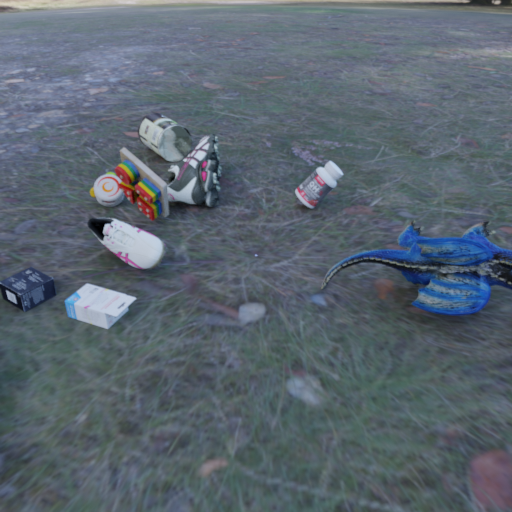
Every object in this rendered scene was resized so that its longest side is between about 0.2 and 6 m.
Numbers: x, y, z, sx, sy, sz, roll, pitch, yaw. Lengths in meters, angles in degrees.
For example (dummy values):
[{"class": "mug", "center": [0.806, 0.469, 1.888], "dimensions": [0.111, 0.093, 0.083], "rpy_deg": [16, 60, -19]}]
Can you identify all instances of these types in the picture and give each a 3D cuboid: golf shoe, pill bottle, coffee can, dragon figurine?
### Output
[{"class": "golf shoe", "center": [-2.527, -0.254, 10.780], "dimensions": [1.961, 0.712, 0.903], "rpy_deg": [20, -5, 41]}, {"class": "pill bottle", "center": [1.479, -1.669, 13.039], "dimensions": [0.601, 1.085, 0.601], "rpy_deg": [38, 23, -19]}, {"class": "coffee can", "center": [-2.633, -3.416, 16.088], "dimensions": [1.051, 1.051, 1.436], "rpy_deg": [-19, 36, -28]}, {"class": "dragon figurine", "center": [3.173, 0.200, 9.262], "dimensions": [4.206, 1.238, 2.091], "rpy_deg": [0, 14, 7]}, {"class": "golf shoe", "center": [-1.545, -2.237, 14.076], "dimensions": [1.332, 1.167, 3.024], "rpy_deg": [-5, 30, 4]}]

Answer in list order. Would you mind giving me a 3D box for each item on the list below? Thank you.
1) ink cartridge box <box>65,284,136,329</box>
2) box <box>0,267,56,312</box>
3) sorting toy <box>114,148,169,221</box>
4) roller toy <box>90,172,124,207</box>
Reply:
[{"class": "ink cartridge box", "center": [-2.627, 0.879, 9.561], "dimensions": [1.056, 0.358, 0.608], "rpy_deg": [13, 33, 21]}, {"class": "box", "center": [-4.075, 0.588, 10.008], "dimensions": [0.668, 0.399, 0.679], "rpy_deg": [21, 37, 31]}, {"class": "sorting toy", "center": [-2.523, -1.468, 12.126], "dimensions": [1.296, 1.304, 0.454], "rpy_deg": [41, 67, 12]}, {"class": "roller toy", "center": [-3.479, -1.526, 13.252], "dimensions": [0.678, 0.519, 0.743], "rpy_deg": [45, 71, 5]}]
